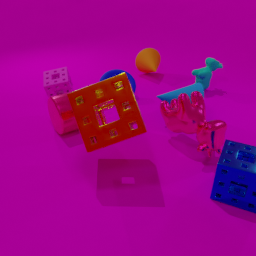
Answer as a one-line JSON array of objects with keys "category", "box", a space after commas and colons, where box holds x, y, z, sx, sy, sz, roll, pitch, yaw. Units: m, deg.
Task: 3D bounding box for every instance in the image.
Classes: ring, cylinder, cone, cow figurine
[{"category": "ring", "box": [-0.367, -1.483, 9.768, 1.313, 0.263, 1.313, 2, 66, -4]}, {"category": "cylinder", "box": [-1.562, -0.474, 7.897, 1.078, 1.078, 1.078, -19, 36, -28]}, {"category": "cone", "box": [0.959, -2.504, 11.312, 1.102, 1.102, 1.107, -7, 37, -11]}, {"category": "cow figurine", "box": [2.895, -1.953, 10.248, 1.146, 1.165, 0.639, -16, 29, -25]}, {"category": "cone", "box": [1.403, -0.823, 8.171, 1.196, 1.191, 1.191, 8, 30, -8]}, {"category": "cow figurine", "box": [1.616, -0.064, 7.023, 0.922, 1.653, 1.680, -13, -3, -34]}]

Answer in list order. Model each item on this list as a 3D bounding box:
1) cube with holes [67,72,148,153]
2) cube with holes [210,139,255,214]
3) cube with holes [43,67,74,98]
[{"category": "cube with holes", "box": [-0.371, -0.285, 6.035, 1.233, 1.233, 1.233, -20, -2, 4]}, {"category": "cube with holes", "box": [2.296, 0.951, 5.692, 0.927, 0.927, 0.927, 15, 34, 22]}, {"category": "cube with holes", "box": [-2.273, -1.395, 9.246, 0.787, 0.787, 0.787, -13, 49, -3]}]
